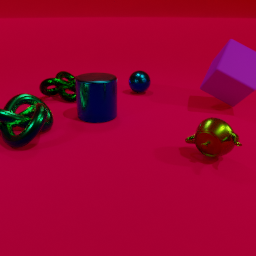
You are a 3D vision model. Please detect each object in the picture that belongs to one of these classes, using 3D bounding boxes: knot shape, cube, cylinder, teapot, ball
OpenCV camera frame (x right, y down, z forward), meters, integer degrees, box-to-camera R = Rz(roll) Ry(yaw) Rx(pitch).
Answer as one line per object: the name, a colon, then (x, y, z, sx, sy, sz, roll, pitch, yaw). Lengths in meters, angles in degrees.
knot shape: (-2.845, -0.210, 7.467, 2.094, 0.968, 1.960, -17, 28, -35)
cube: (3.506, -1.810, 9.425, 1.378, 1.378, 1.378, 29, 69, 1)
cylinder: (-0.985, -0.985, 8.860, 1.294, 1.294, 1.294, 0, 23, 0)
teapot: (1.957, 0.264, 6.361, 0.743, 0.944, 1.518, -32, 20, -37)
ball: (0.468, -1.868, 11.310, 0.904, 0.904, 0.904, 0, 24, 0)
knot shape: (-2.259, -1.591, 10.727, 1.772, 0.875, 1.894, 18, 29, 34)
